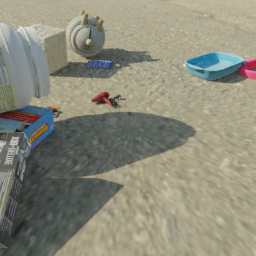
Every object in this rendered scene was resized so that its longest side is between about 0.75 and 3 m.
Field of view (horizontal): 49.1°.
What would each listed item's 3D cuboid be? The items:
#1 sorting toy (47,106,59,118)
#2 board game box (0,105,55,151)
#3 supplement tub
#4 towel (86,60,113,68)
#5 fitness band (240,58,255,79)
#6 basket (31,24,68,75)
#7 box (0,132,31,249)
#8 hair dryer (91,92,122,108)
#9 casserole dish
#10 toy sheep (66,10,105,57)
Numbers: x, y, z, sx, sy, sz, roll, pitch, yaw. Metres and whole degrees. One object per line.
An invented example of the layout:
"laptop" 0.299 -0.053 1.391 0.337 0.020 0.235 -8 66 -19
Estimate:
"sorting toy" -2.148 -0.463 7.741 0.409 0.144 0.849 2 32 3
"board game box" -3.168 0.107 6.384 2.136 0.597 2.091 11 33 17
"supplement tub" -3.232 -1.197 6.077 2.639 1.913 1.913 -17 36 -24
"towel" -1.128 -2.527 11.135 0.995 0.119 0.720 0 34 3
"fitness band" 5.045 -2.211 10.378 1.851 0.346 1.330 -18 36 -25
"basket" -3.154 -2.904 10.454 1.223 1.520 1.506 17 36 15
"box" -2.521 0.935 4.540 1.473 0.465 1.868 -1 55 -1
"hair dryer" -0.634 -0.853 8.273 0.909 0.247 0.692 0 33 2
"casserole dish" 3.190 -2.314 10.423 2.434 0.472 1.474 -25 40 -33
"toy sheep" -1.746 -3.864 11.732 1.816 1.816 2.633 -5 27 -8
